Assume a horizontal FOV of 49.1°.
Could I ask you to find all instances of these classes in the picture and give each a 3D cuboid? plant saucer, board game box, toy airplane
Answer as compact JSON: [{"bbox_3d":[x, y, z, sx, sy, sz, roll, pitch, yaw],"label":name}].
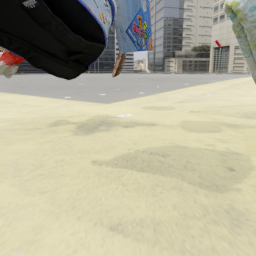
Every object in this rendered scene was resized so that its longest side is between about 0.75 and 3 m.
[{"bbox_3d":[-0.340,-2.775,11.874,0.256,1.401,1.401,16,10,-12],"label":"plant saucer"},{"bbox_3d":[0.131,-3.281,8.347,1.109,2.155,0.210,-1,44,8],"label":"board game box"},{"bbox_3d":[-3.423,-2.739,8.675,2.515,1.783,2.526,-31,8,-30],"label":"toy airplane"}]

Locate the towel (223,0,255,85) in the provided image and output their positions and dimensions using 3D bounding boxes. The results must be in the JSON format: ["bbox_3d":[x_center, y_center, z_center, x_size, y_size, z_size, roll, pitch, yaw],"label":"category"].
[{"bbox_3d":[3.499,-2.410,5.956,2.993,2.562,0.721,42,0,-41],"label":"towel"}]

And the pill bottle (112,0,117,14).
[{"bbox_3d":[-1.125,-3.644,7.984,0.946,0.946,1.677,-11,48,-38],"label":"pill bottle"}]

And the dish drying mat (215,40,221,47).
[{"bbox_3d":[3.324,-3.125,10.343,0.069,0.293,0.762,-39,3,27],"label":"dish drying mat"}]

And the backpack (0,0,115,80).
[{"bbox_3d":[-1.447,-2.109,5.151,2.415,2.300,1.861,-23,38,45],"label":"backpack"}]
